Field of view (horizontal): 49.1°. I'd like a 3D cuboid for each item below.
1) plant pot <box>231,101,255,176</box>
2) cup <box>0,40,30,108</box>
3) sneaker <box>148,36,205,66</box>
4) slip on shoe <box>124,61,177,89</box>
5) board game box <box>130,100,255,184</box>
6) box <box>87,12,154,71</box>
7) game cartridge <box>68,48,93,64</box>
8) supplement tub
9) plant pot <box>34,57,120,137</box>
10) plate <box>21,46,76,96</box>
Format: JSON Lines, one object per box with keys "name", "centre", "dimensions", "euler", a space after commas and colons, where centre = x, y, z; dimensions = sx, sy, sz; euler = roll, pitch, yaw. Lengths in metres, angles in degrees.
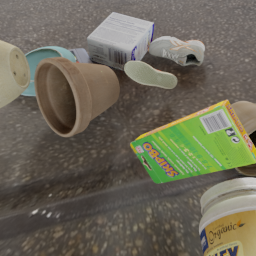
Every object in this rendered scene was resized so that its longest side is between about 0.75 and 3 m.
{"name": "plant pot", "centre": [3.676, 0.100, 8.322], "dimensions": [2.003, 2.003, 1.738], "euler": [-8, 37, -6]}
{"name": "cup", "centre": [-3.983, -1.641, 8.264], "dimensions": [1.746, 2.442, 2.442], "euler": [-7, 52, 8]}
{"name": "sneaker", "centre": [1.960, -3.026, 11.302], "dimensions": [2.316, 0.877, 1.065], "euler": [4, 56, 4]}
{"name": "slip on shoe", "centre": [0.770, -1.842, 9.843], "dimensions": [1.940, 0.719, 0.594], "euler": [14, 10, -14]}
{"name": "board game box", "centre": [1.403, 0.502, 6.814], "dimensions": [1.420, 2.972, 0.446], "euler": [58, 43, -8]}
{"name": "box", "centre": [-0.257, -3.542, 11.484], "dimensions": [1.985, 1.132, 2.158], "euler": [22, 56, 17]}
{"name": "game cartridge", "centre": [-2.493, -2.588, 11.251], "dimensions": [1.978, 0.404, 1.317], "euler": [-20, 51, -15]}
{"name": "supplement tub", "centre": [2.678, 2.756, 5.851], "dimensions": [2.121, 2.121, 2.938], "euler": [-1, 47, 0]}
{"name": "plant pot", "centre": [-1.488, -1.201, 9.101], "dimensions": [2.151, 2.467, 2.467], "euler": [-25, 54, -39]}
{"name": "plate", "centre": [-3.379, -2.364, 10.856], "dimensions": [2.732, 0.349, 2.732], "euler": [-4, 54, 6]}
